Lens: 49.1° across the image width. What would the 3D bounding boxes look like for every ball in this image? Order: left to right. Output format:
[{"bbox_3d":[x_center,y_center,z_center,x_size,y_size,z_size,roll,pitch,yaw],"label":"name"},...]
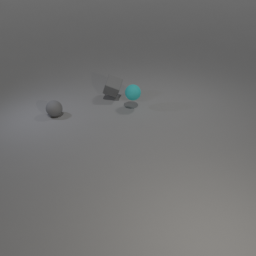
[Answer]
[{"bbox_3d":[-3.154,-0.834,11.961,0.700,0.700,0.700,0,31,0],"label":"ball"},{"bbox_3d":[0.217,-1.558,12.293,0.700,0.700,0.700,0,31,0],"label":"ball"}]

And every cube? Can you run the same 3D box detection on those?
[{"bbox_3d":[-0.717,-1.961,13.162,0.700,0.700,0.700,19,60,-6],"label":"cube"}]
